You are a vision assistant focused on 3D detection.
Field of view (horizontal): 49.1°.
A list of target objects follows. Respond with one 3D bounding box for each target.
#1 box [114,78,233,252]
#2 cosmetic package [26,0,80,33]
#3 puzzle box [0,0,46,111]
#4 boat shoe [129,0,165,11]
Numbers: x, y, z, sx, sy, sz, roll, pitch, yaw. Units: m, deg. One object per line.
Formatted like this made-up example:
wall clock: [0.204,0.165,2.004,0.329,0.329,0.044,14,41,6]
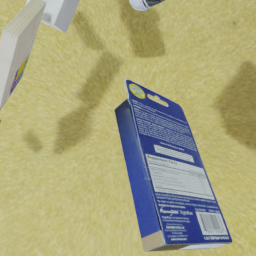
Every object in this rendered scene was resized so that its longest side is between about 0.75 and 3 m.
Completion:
box: [0.673,0.556,4.765,0.456,1.706,2.817,-37,50,35]
cosmetic package: [-1.039,-2.513,4.605,0.692,0.425,1.677,28,97,15]
puzzle box: [-1.757,-1.085,4.351,0.209,1.642,1.092,25,44,-16]
boat shoe: [0.300,-4.105,5.843,1.061,1.078,2.992,-7,114,24]
